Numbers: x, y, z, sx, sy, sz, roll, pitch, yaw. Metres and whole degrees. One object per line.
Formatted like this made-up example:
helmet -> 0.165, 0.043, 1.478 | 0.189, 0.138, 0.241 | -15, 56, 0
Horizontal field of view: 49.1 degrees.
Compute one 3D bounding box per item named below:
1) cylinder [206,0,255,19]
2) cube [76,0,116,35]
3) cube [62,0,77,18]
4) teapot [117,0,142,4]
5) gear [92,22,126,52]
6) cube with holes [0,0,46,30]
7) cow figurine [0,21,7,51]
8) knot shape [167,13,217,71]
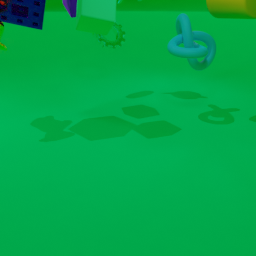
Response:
cylinder -> 3.076, -3.716, 7.769 | 1.280, 1.280, 1.280 | -16, 28, -31
cube -> -0.860, -3.122, 7.444 | 0.892, 0.892, 0.892 | 4, -6, -19
cube -> -1.506, -4.089, 8.665 | 0.869, 0.869, 0.869 | -18, 58, -20
teapot -> 0.303, -5.092, 10.243 | 1.808, 0.885, 1.124 | -8, 10, 29
gear -> -0.735, -3.668, 10.974 | 1.318, 1.318, 0.244 | -15, -6, -29
cube with holes -> -2.788, -3.572, 7.396 | 1.194, 1.194, 1.194 | 6, -21, -19
cow figurine -> -3.899, -2.534, 7.732 | 0.952, 1.735, 1.707 | 7, 63, -32
knot shape -> 1.998, -2.640, 8.962 | 0.894, 1.936, 1.811 | -35, 10, 41
